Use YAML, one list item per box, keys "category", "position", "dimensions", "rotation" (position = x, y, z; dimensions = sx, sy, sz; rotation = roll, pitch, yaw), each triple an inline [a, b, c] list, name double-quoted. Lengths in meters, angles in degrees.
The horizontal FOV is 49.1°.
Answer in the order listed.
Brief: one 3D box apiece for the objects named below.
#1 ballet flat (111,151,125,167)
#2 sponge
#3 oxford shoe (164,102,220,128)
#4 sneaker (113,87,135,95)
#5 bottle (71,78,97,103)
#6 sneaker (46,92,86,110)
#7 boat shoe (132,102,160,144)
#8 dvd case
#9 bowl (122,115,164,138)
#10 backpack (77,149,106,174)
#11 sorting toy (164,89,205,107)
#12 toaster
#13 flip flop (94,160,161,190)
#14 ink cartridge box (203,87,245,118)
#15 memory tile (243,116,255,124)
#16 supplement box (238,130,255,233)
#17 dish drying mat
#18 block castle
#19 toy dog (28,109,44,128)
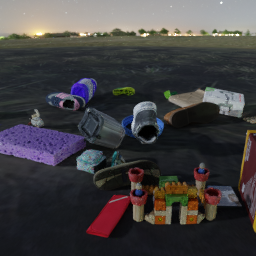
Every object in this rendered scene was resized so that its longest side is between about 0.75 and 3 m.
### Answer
- category: "ballet flat"
  position: [-0.279, 1.057, 8.025]
  dimensions: [0.440, 0.440, 1.186]
  rotation: [2, 23, 4]
- category: "sponge"
  position: [-3.068, 0.493, 9.315]
  dimensions: [2.926, 0.436, 1.632]
  rotation: [9, 22, 23]
- category: "oxford shoe"
  position: [2.684, -0.636, 11.726]
  dimensions: [2.559, 0.913, 0.912]
  rotation: [-9, 13, -22]
- category: "sneaker"
  position: [-0.242, -2.179, 16.245]
  dimensions: [1.282, 0.475, 0.536]
  rotation: [-1, 25, -1]
- category: "bottle"
  position: [-2.279, -2.080, 15.073]
  dimensions: [0.888, 1.136, 2.720]
  rotation: [5, 21, 5]
- category: "sneaker"
  position: [-3.185, -1.299, 13.546]
  dimensions: [2.150, 0.754, 0.882]
  rotation: [6, 19, 18]
- category: "boat shoe"
  position: [0.573, 0.105, 8.407]
  dimensions: [0.851, 0.804, 2.371]
  rotation: [-6, -23, -2]
- category: "dvd case"
  position: [2.322, 1.654, 6.770]
  dimensions: [0.620, 0.076, 0.869]
  rotation: [0, 21, 2]
- category: "bowl"
  position: [0.556, -0.048, 10.686]
  dimensions: [1.597, 0.314, 1.597]
  rotation: [2, 26, -1]
- category: "backpack"
  position: [-1.080, 0.950, 7.994]
  dimensions: [0.766, 0.576, 0.680]
  rotation: [4, 20, 24]
- category: "sorting toy"
  position: [3.227, -1.528, 14.609]
  dimensions: [2.123, 0.423, 2.873]
  rotation: [-17, 30, -27]
- category: "toaster"
  position: [-0.845, 0.044, 9.351]
  dimensions: [1.097, 0.965, 1.699]
  rotation: [21, 9, -35]
- category: "flip flop"
  position: [-0.012, 1.210, 7.269]
  dimensions: [1.763, 0.715, 0.507]
  rotation: [-9, 7, -8]
- category: "ink cartridge box"
  position: [4.358, -1.199, 12.868]
  dimensions: [1.742, 0.732, 1.267]
  rotation: [13, 30, 13]
- category: "memory tile"
  position: [5.464, -0.358, 12.047]
  dimensions: [0.844, 0.071, 0.647]
  rotation: [-8, 22, -21]
- category: "supplement box"
  position: [3.212, 1.103, 6.038]
  dimensions: [1.094, 1.625, 1.647]
  rotation: [3, 21, 8]
- category: "dish drying mat"
  position: [-0.372, 1.863, 6.102]
  dimensions: [0.507, 0.120, 1.319]
  rotation: [3, 21, 23]
- category: "block castle"
  position: [0.986, 1.381, 6.320]
  dimensions: [1.930, 0.906, 1.290]
  rotation: [0, 21, -1]
- category: "toy dog"
  position: [-3.589, -0.211, 10.813]
  dimensions: [0.557, 0.763, 1.156]
  rotation: [-27, -2, -16]
